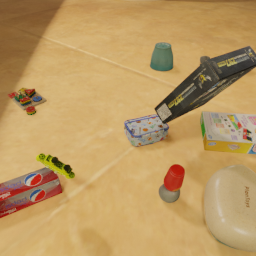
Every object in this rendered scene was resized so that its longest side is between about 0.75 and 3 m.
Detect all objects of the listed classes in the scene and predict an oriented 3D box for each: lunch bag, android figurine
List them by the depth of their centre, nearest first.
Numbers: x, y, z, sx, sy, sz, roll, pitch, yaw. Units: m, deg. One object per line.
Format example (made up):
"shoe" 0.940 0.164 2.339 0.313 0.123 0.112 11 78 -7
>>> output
"android figurine" -1.686 0.882 6.520 0.962 1.056 0.217 36 65 -19
"lunch bag" 0.616 0.030 10.173 1.552 0.586 1.243 -11 37 -16

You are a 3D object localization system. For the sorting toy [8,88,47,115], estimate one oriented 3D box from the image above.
"sorting toy" -4.330 -1.353 12.111 1.089 0.382 2.259 -29 46 -32

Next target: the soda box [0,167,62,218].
"soda box" -2.924 1.784 7.835 1.994 0.632 0.698 -20 41 -22

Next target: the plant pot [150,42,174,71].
"plant pot" 1.786 -3.761 14.568 1.263 1.186 1.263 0 37 0

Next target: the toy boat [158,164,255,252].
"toy boat" 2.266 1.864 7.403 2.876 1.336 2.417 19 45 11

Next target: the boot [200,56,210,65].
"boot" 4.300 -3.497 14.947 1.005 0.401 1.106 13 33 13

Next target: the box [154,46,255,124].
"box" 2.186 -1.170 8.009 2.009 2.548 0.650 -24 79 -34

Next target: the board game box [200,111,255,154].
"board game box" 3.888 0.143 10.085 2.353 0.475 1.801 4 38 6
